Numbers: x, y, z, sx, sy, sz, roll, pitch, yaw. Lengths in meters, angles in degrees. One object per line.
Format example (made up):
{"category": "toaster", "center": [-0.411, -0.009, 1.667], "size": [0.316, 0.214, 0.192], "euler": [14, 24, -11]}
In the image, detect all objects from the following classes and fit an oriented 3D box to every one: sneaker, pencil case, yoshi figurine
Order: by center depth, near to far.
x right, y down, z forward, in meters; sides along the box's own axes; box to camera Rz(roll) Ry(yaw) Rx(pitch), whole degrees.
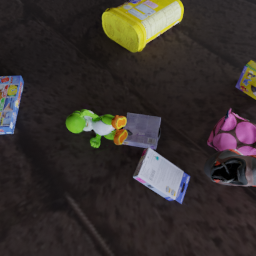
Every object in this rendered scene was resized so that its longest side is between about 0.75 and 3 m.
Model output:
{"category": "sneaker", "center": [2.271, 0.931, 6.625], "size": [0.940, 2.296, 0.885], "euler": [-2, 83, -15]}
{"category": "pencil case", "center": [3.475, 0.560, 7.428], "size": [2.526, 1.146, 1.183], "euler": [34, 68, 11]}
{"category": "yoshi figurine", "center": [-1.023, -0.052, 8.044], "size": [1.878, 1.051, 1.055], "euler": [13, 76, 29]}

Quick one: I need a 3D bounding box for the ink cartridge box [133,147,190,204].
{"category": "ink cartridge box", "center": [0.902, 1.268, 7.309], "size": [1.468, 0.308, 0.876], "euler": [34, 57, -13]}

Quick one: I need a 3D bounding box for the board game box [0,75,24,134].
{"category": "board game box", "center": [-4.256, -0.767, 8.934], "size": [1.458, 0.371, 2.154], "euler": [-2, 55, -2]}

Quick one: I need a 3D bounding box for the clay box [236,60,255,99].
{"category": "clay box", "center": [4.402, -1.280, 8.911], "size": [0.415, 1.002, 1.744], "euler": [-38, 63, -22]}

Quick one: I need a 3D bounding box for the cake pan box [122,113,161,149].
{"category": "cake pan box", "center": [0.415, 0.074, 8.411], "size": [1.128, 0.295, 1.039], "euler": [8, 58, 5]}

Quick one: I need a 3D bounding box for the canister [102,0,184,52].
{"category": "canister", "center": [0.631, -4.294, 10.931], "size": [1.979, 1.153, 2.664], "euler": [39, 62, 24]}
